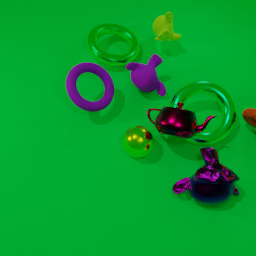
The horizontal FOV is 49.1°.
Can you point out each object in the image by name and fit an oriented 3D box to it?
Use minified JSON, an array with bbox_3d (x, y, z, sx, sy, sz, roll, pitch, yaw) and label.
[{"bbox_3d":[2.239,-0.462,8.403,1.985,0.397,1.985,0,81,2],"label":"ring"},{"bbox_3d":[2.126,1.282,7.323,1.883,1.135,1.355,4,47,-10],"label":"monkey head"},{"bbox_3d":[1.396,-0.218,7.578,1.908,1.186,0.934,12,90,22],"label":"teapot"},{"bbox_3d":[-0.523,-3.032,10.116,1.951,0.390,1.951,6,59,-11],"label":"ring"},{"bbox_3d":[0.300,0.380,7.948,0.917,0.917,0.917,0,59,0],"label":"ball"},{"bbox_3d":[3.996,-0.261,7.913,1.643,1.538,0.759,-17,101,-30],"label":"knot shape"},{"bbox_3d":[1.390,-3.526,9.925,1.007,1.399,0.843,4,89,-8],"label":"monkey head"},{"bbox_3d":[0.669,-1.771,9.020,1.618,1.164,0.975,35,22,-22],"label":"monkey head"},{"bbox_3d":[-1.117,-1.245,8.469,1.546,0.309,1.546,7,76,-28],"label":"ring"}]
